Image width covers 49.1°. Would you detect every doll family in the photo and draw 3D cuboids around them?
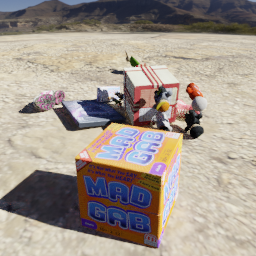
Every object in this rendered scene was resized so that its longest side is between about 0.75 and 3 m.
[{"bbox_3d":[-0.152,-1.532,13.753,1.437,0.831,0.564,-15,52,45],"label":"doll family"}]

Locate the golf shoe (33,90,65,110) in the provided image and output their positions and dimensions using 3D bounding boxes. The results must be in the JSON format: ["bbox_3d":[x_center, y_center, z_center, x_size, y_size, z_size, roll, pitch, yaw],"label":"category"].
[{"bbox_3d":[-4.077,-1.383,13.883,1.045,0.824,2.269,3,15,17],"label":"golf shoe"}]

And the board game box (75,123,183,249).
[{"bbox_3d":[0.114,1.229,6.693,1.915,1.914,1.913,9,27,19],"label":"board game box"}]

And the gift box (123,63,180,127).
[{"bbox_3d":[1.059,-1.448,12.431,2.434,2.246,2.272,-3,33,-15],"label":"gift box"}]

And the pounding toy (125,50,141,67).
[{"bbox_3d":[0.330,-4.481,20.317,2.045,0.949,1.578,46,4,11],"label":"pounding toy"}]

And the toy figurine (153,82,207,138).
[{"bbox_3d":[1.940,-0.581,10.690,1.993,2.025,1.409,-4,41,0],"label":"toy figurine"}]

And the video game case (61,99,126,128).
[{"bbox_3d":[-1.666,-0.755,12.855,2.114,0.281,2.960,-6,25,-26],"label":"video game case"}]

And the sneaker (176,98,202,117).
[{"bbox_3d":[2.500,-0.735,12.748,0.861,0.731,1.984,-28,31,-22],"label":"sneaker"}]

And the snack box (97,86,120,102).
[{"bbox_3d":[-0.965,-1.735,14.176,0.237,0.702,1.953,8,12,26],"label":"snack box"}]
